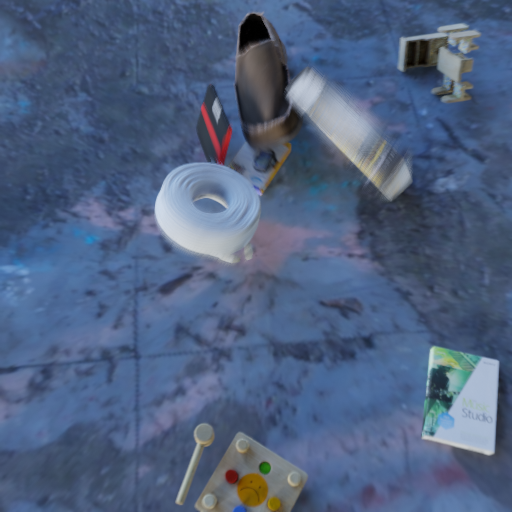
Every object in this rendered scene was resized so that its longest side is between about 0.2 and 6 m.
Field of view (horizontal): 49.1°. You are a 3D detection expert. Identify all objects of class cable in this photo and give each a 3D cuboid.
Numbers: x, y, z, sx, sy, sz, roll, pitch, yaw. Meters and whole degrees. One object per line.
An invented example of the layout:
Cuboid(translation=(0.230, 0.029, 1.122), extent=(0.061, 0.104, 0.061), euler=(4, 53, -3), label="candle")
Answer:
Cuboid(translation=(-0.860, -0.872, 10.131), extent=(1.889, 0.654, 1.889), euler=(11, 52, -8), label="cable")

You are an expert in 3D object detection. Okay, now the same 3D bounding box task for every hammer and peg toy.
Cuboid(translation=(-0.306, 3.432, 8.459), extent=(1.812, 0.639, 1.333), euler=(28, 68, 13), label="hammer and peg toy")

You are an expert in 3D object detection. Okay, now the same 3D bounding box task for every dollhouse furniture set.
Cuboid(translation=(3.811, -4.125, 11.838), extent=(1.022, 1.349, 1.539), euler=(-11, 38, -7), label="dollhouse furniture set")

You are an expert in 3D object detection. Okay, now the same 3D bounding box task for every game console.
Cuboid(translation=(-0.816, -2.460, 10.947), extent=(0.212, 1.210, 1.368), euler=(-5, 55, -26), label="game console")

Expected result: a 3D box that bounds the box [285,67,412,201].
Cuboid(translation=(1.767, -2.193, 10.373), extent=(0.594, 1.946, 2.457), euler=(-44, 74, 12), label="box")

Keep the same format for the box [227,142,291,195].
Cuboid(translation=(0.002, -1.845, 11.258), extent=(0.844, 0.294, 1.418), euler=(28, 69, 14), label="box")

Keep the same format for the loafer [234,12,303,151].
Cuboid(translation=(0.019, -3.584, 11.265), extent=(1.293, 1.257, 3.541), euler=(-19, 53, 13), label="loafer")

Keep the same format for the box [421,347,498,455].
Cuboid(translation=(3.355, 2.341, 9.190), extent=(1.104, 0.278, 1.529), euler=(12, 63, 5), label="box")
